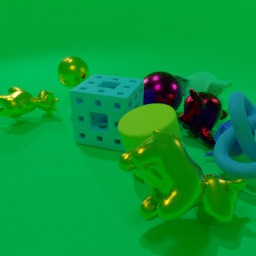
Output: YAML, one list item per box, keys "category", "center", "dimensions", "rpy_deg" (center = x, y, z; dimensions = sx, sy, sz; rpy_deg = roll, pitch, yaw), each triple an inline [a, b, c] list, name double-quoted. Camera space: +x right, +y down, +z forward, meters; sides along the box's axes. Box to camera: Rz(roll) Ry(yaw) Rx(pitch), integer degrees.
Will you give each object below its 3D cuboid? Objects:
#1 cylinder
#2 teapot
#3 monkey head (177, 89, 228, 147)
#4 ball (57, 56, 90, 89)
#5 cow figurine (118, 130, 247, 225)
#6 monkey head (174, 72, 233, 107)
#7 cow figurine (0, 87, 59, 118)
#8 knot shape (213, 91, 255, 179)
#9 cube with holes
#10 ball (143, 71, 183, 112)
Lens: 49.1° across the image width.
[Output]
- category: "cylinder"
  center: [0.458, 0.254, 5.191]
  dimensions: [1.054, 1.054, 1.054]
  rpy_deg: [-14, 30, 8]
- category: "teapot"
  center: [2.141, 0.193, 5.854]
  dimensions: [0.665, 1.358, 0.844]
  rpy_deg: [39, -1, -9]
- category: "monkey head"
  center: [1.813, -0.240, 6.450]
  dimensions: [1.707, 1.028, 1.228]
  rpy_deg: [19, 24, -46]
- category: "ball"
  center: [-1.468, -1.485, 7.545]
  dimensions: [0.867, 0.867, 0.867]
  rpy_deg: [0, 28, 0]
- category: "cow figurine"
  center: [0.860, 0.729, 4.114]
  dimensions: [1.643, 1.670, 0.916]
  rpy_deg: [-23, -3, -32]
- category: "monkey head"
  center: [2.133, -1.113, 7.630]
  dimensions: [1.903, 1.369, 1.147]
  rpy_deg: [5, 61, -10]
- category: "cow figurine"
  center: [-2.591, -0.623, 7.316]
  dimensions: [1.335, 0.745, 1.357]
  rpy_deg: [14, 27, 8]
- category: "knot shape"
  center: [2.305, 0.251, 5.137]
  dimensions: [1.748, 0.808, 1.636]
  rpy_deg: [41, 71, 8]
- category: "cube with holes"
  center: [-0.428, -0.401, 6.500]
  dimensions: [1.269, 1.269, 1.269]
  rpy_deg: [9, 29, 16]
- category: "ball"
  center: [0.847, -0.892, 7.490]
  dimensions: [1.237, 1.237, 1.237]
  rpy_deg: [0, 28, 0]
